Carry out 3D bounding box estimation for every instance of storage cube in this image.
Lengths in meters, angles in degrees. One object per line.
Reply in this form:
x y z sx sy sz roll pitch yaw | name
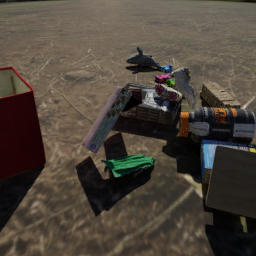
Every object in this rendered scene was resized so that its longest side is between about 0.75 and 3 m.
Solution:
-4.244 -0.103 8.588 2.904 2.611 2.483 -18 36 -29 | storage cube

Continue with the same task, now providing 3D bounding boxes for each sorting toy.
2.993 1.443 7.340 1.642 0.571 1.632 11 74 14 | sorting toy

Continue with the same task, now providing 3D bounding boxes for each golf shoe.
1.678 -1.472 11.702 0.611 0.503 1.336 -6 32 -41 | golf shoe
2.206 -1.530 11.220 0.839 1.725 0.675 -16 -6 5 | golf shoe

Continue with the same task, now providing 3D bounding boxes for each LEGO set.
2.530 -2.608 14.301 1.029 0.957 2.508 -17 36 -25 | LEGO set

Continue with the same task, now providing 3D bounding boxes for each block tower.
3.995 -1.276 12.355 0.669 0.716 2.476 -6 31 -10 | block tower

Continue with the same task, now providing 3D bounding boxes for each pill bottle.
3.025 -0.071 9.817 2.421 1.286 1.286 2 31 5 | pill bottle

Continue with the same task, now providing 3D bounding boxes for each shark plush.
1.076 -3.882 17.007 2.301 1.045 0.958 31 60 10 | shark plush

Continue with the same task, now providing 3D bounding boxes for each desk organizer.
-0.021 -1.023 10.459 0.505 0.542 1.407 -1 -9 -29 | desk organizer

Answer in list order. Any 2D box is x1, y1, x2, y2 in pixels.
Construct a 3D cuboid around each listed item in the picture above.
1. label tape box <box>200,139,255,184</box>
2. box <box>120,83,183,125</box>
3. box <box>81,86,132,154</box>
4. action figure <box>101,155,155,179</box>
3.285 1.089 8.502 2.045 0.676 1.465 7 33 7 | label tape box
0.855 -1.093 12.056 2.641 0.657 2.083 12 33 17 | box
-0.699 -0.293 9.288 0.454 2.348 0.487 34 -6 -31 | box
0.131 1.146 8.601 1.696 0.464 1.002 -9 30 -27 | action figure
